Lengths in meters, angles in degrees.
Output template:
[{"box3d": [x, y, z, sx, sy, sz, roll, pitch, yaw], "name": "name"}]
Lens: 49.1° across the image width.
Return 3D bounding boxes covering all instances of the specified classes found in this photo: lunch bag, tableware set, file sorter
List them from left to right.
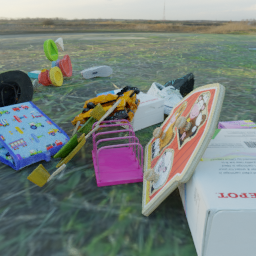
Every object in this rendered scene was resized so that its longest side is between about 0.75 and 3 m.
[{"box3d": [-2.883, 0.255, 7.943, 2.306, 1.084, 1.736, 28, 32, 32], "name": "lunch bag"}, {"box3d": [-1.386, 0.280, 7.081, 1.977, 0.450, 2.935, -38, 12, 44], "name": "tableware set"}, {"box3d": [-0.303, 0.533, 7.069, 1.138, 1.027, 1.637, -5, 24, -10], "name": "file sorter"}]

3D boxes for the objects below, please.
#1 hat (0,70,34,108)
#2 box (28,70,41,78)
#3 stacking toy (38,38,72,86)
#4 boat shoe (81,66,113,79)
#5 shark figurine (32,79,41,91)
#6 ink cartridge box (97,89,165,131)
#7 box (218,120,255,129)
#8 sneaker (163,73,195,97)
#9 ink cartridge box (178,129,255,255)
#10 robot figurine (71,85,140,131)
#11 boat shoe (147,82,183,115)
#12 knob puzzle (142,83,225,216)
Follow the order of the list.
[{"box3d": [-4.470, -1.043, 10.583, 2.326, 2.326, 0.938, 5, -17, 12], "name": "hat"}, {"box3d": [-5.210, -3.130, 16.475, 1.295, 0.318, 0.533, 11, 26, 24], "name": "box"}, {"box3d": [-4.124, -3.554, 15.124, 1.100, 2.358, 2.604, -7, 23, 14], "name": "stacking toy"}, {"box3d": [-1.863, -3.318, 16.568, 1.872, 0.674, 0.615, -18, 33, -19], "name": "boat shoe"}, {"box3d": [-4.506, -1.970, 13.812, 0.545, 0.780, 1.306, 20, -1, -18], "name": "shark figurine"}, {"box3d": [0.065, -0.747, 10.186, 1.532, 0.898, 2.092, -18, 31, -35], "name": "ink cartridge box"}, {"box3d": [2.873, 0.366, 7.456, 0.902, 1.025, 0.496, -3, 23, -9], "name": "box"}, {"box3d": [2.256, -1.936, 12.818, 1.097, 1.044, 2.768, 12, 25, 29], "name": "sneaker"}, {"box3d": [2.153, 1.114, 5.425, 2.129, 1.234, 2.940, 0, 23, 0], "name": "ink cartridge box"}, {"box3d": [-0.613, -0.565, 8.819, 2.328, 0.678, 1.688, -8, 40, 35], "name": "robot figurine"}, {"box3d": [1.506, -1.131, 10.662, 1.054, 0.957, 2.865, 7, 16, -32], "name": "boat shoe"}, {"box3d": [0.975, 0.117, 5.828, 0.409, 2.947, 2.947, 29, 21, -11], "name": "knob puzzle"}]
